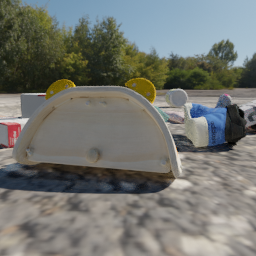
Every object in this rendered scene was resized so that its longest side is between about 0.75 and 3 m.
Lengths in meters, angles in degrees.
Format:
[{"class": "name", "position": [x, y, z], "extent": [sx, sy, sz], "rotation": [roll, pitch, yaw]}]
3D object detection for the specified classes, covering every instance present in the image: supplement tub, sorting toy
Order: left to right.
[{"class": "sorting toy", "position": [-0.231, 0.148, 5.472], "extent": [2.752, 1.470, 2.477], "rotation": [2, -11, 16]}, {"class": "supplement tub", "position": [3.628, -2.290, 21.408], "extent": [1.371, 1.371, 1.891], "rotation": [-1, 8, -7]}]

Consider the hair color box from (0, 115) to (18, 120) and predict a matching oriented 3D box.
[{"class": "hair color box", "position": [-4.392, -0.175, 9.624], "extent": [0.715, 0.438, 1.445], "rotation": [-8, 10, -43]}]

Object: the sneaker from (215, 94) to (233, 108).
[{"class": "sneaker", "position": [2.742, -0.482, 8.225], "extent": [0.433, 1.063, 0.469], "rotation": [22, 37, 25]}]

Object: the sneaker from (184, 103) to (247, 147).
[{"class": "sneaker", "position": [2.299, -0.171, 7.492], "extent": [1.409, 0.972, 2.533], "rotation": [-5, 12, 4]}]

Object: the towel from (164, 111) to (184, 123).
[{"class": "towel", "position": [2.956, -0.524, 12.367], "extent": [2.289, 0.386, 2.397], "rotation": [-2, 7, -10]}]

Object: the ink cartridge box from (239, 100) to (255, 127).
[{"class": "ink cartridge box", "position": [3.970, -0.464, 9.225], "extent": [1.346, 0.566, 0.980], "rotation": [-20, 9, 7]}]

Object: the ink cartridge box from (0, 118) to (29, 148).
[{"class": "ink cartridge box", "position": [-2.592, 0.078, 7.284], "extent": [1.399, 0.580, 1.027], "rotation": [-7, 10, -41]}]

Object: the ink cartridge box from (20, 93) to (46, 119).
[{"class": "ink cartridge box", "position": [-3.483, -1.118, 13.720], "extent": [2.040, 1.159, 2.799], "rotation": [3, 8, 19]}]

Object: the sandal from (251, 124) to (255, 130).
[{"class": "sandal", "position": [4.997, -0.095, 8.325], "extent": [0.948, 0.569, 2.525], "rotation": [-8, 8, -44]}]
